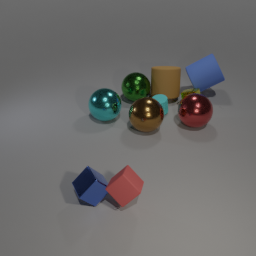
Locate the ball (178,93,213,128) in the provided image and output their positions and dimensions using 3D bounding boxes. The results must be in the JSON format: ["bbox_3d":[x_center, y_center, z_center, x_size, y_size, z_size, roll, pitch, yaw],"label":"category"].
[{"bbox_3d":[2.731,-0.702,11.380,1.400,1.400,1.400,0,32,0],"label":"ball"}]

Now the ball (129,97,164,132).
[{"bbox_3d":[0.722,-0.526,11.063,1.400,1.400,1.400,0,32,0],"label":"ball"}]

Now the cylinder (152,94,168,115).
[{"bbox_3d":[1.418,-1.017,12.417,0.700,0.700,0.700,-7,40,6],"label":"cylinder"}]

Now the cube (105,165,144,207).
[{"bbox_3d":[-0.076,1.587,7.721,0.700,0.700,0.700,47,18,-4],"label":"cube"}]

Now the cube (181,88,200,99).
[{"bbox_3d":[2.910,-1.395,12.880,0.700,0.700,0.700,-3,18,31],"label":"cube"}]

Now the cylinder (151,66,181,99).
[{"bbox_3d":[1.806,-2.212,13.477,1.400,1.400,1.400,0,18,0],"label":"cylinder"}]

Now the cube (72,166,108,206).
[{"bbox_3d":[-1.041,1.653,7.987,0.700,0.700,0.700,-47,39,2],"label":"cube"}]

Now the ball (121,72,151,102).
[{"bbox_3d":[0.381,-1.944,13.351,1.400,1.400,1.400,0,32,0],"label":"ball"}]

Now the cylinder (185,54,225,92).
[{"bbox_3d":[3.682,-2.602,13.402,1.400,1.400,1.400,-25,27,20],"label":"cylinder"}]

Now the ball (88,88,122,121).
[{"bbox_3d":[-0.971,-0.980,11.822,1.400,1.400,1.400,0,32,0],"label":"ball"}]
